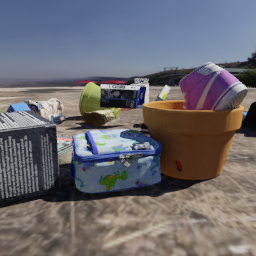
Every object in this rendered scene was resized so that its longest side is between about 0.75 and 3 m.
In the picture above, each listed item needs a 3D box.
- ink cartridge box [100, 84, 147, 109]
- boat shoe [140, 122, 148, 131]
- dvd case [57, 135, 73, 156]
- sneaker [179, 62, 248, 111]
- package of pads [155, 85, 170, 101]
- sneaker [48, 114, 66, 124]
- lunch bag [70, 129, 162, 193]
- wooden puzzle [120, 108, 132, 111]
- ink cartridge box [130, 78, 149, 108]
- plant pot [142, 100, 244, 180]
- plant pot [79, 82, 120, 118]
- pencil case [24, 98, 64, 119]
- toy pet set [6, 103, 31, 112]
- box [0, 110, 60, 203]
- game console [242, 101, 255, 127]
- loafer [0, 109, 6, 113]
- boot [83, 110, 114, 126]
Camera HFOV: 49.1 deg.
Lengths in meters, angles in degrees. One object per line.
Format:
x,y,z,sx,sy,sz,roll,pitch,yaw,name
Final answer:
-0.199,-1.304,11.795,1.947,0.968,0.382,0,37,-7,ink cartridge box
1.464,-0.300,11.174,2.495,0.782,0.913,-11,17,-38,boat shoe
-2.503,0.529,8.195,1.641,0.247,2.248,4,11,18,dvd case
1.517,-0.372,6.317,0.840,2.318,1.322,-12,51,-42,sneaker
1.447,-1.351,12.182,0.302,0.685,0.886,34,51,-1,package of pads
-3.089,-0.393,12.303,0.552,0.489,1.306,-4,11,3,sneaker
-0.355,0.606,6.093,1.807,0.927,2.248,-5,11,-10,lunch bag
-0.761,-1.174,17.282,1.916,0.135,1.136,-10,15,-41,wooden puzzle
0.756,-2.322,18.563,1.110,1.906,0.643,5,12,27,ink cartridge box
1.407,0.211,6.424,2.184,1.529,2.184,1,11,0,plant pot
-1.278,-1.230,14.097,1.663,1.808,1.808,16,15,16,plant pot
-3.896,-0.832,12.973,0.966,1.110,2.482,2,10,11,pencil case
-4.589,-0.366,10.747,1.938,1.029,1.810,8,13,33,toy pet set
-2.717,0.492,5.382,2.185,1.357,2.203,-6,13,-30,box
6.009,-0.797,11.722,2.475,2.177,1.440,0,54,3,game console
-5.784,-0.560,12.722,1.881,0.655,0.707,-8,14,-37,loafer
-1.099,-0.487,12.593,1.287,0.602,1.655,-9,10,-39,boot
